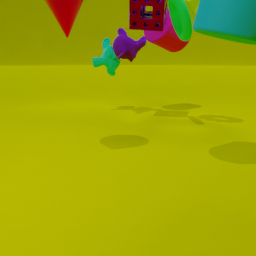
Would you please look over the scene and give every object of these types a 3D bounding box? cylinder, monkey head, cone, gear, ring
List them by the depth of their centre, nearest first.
[{"bbox_3d":[1.842,-2.132,4.665,1.231,1.231,1.231,12,17,-4],"label":"cylinder"},{"bbox_3d":[-1.167,-2.327,5.137,1.319,1.324,1.319,-4,4,0],"label":"cone"},{"bbox_3d":[1.475,-3.138,7.955,0.270,1.352,1.352,-21,14,3],"label":"ring"},{"bbox_3d":[2.368,-3.409,8.017,1.633,0.302,1.633,19,-11,4],"label":"gear"},{"bbox_3d":[0.018,-3.084,10.340,0.973,1.615,1.162,25,-42,-35],"label":"monkey head"},{"bbox_3d":[1.530,-3.761,10.775,1.353,1.353,1.353,9,5,-43],"label":"cylinder"},{"bbox_3d":[-0.860,-2.734,11.129,1.116,1.551,0.935,-11,24,-4],"label":"monkey head"}]

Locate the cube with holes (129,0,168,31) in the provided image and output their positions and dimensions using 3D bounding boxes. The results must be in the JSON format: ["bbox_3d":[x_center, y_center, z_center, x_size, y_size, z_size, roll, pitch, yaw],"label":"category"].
[{"bbox_3d":[0.664,-3.768,8.840,1.063,1.063,1.063,7,36,10],"label":"cube with holes"}]
